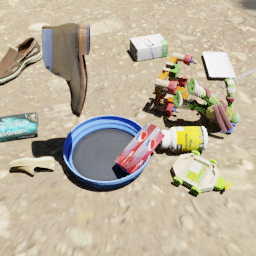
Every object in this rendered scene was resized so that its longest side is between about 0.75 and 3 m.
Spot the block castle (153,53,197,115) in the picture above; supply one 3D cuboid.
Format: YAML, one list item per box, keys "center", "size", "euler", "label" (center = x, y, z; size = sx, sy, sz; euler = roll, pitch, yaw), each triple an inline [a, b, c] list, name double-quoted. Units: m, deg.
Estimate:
- center: [1.733, -1.593, 10.118]
  size: [1.014, 1.445, 2.162]
  euler: [18, 49, 16]
  label: "block castle"

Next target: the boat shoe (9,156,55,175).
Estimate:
- center: [-2.780, 1.132, 8.110]
  size: [1.293, 0.463, 0.492]
  euler: [-7, 57, -7]
  label: "boat shoe"

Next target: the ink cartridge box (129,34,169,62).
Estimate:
- center: [0.932, -3.684, 12.784]
  size: [1.509, 0.633, 1.092]
  euler: [-13, 46, -13]
  label: "ink cartridge box"

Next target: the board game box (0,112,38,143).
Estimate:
- center: [-3.862, -0.023, 9.395]
  size: [1.622, 0.228, 1.097]
  euler: [-9, 46, -9]
  label: "board game box"

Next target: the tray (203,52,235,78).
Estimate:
- center: [3.880, -2.696, 12.091]
  size: [1.069, 0.221, 1.991]
  euler: [2, 45, 1]
  label: "tray"

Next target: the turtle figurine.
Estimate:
- center: [2.729, -1.076, 9.300]
  size: [2.214, 2.284, 1.643]
  euler: [16, -4, -22]
  label: "turtle figurine"

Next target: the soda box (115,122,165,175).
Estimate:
- center: [0.353, 0.584, 8.042]
  size: [1.526, 0.484, 0.534]
  euler: [-50, 34, -11]
  label: "soda box"

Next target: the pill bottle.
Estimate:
- center: [1.694, 0.343, 8.647]
  size: [1.356, 0.762, 0.762]
  euler: [-2, 45, -1]
  label: "pill bottle"

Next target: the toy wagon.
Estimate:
- center: [2.089, 1.345, 7.959]
  size: [1.622, 0.321, 1.258]
  euler: [27, 51, 23]
  label: "toy wagon"

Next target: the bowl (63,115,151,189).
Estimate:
- center: [-0.615, 0.672, 8.483]
  size: [2.629, 0.516, 2.629]
  euler: [0, 46, 0]
  label: "bowl"

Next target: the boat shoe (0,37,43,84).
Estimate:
- center: [-4.820, -2.941, 11.734]
  size: [1.056, 1.058, 2.860]
  euler: [19, 48, 18]
  label: "boat shoe"

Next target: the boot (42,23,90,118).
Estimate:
- center: [-1.475, -1.345, 6.605]
  size: [1.068, 2.204, 0.823]
  euler: [5, 19, -6]
  label: "boot"
